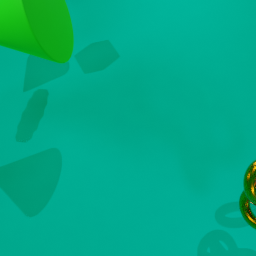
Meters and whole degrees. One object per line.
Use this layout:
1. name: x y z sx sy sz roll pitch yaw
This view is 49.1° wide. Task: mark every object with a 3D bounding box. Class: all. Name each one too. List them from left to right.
1. cone: -2.085 -1.803 4.922 1.667 1.661 1.661 -9 61 15
2. knot shape: 2.582 1.151 5.097 1.356 0.626 1.269 -30 96 21
